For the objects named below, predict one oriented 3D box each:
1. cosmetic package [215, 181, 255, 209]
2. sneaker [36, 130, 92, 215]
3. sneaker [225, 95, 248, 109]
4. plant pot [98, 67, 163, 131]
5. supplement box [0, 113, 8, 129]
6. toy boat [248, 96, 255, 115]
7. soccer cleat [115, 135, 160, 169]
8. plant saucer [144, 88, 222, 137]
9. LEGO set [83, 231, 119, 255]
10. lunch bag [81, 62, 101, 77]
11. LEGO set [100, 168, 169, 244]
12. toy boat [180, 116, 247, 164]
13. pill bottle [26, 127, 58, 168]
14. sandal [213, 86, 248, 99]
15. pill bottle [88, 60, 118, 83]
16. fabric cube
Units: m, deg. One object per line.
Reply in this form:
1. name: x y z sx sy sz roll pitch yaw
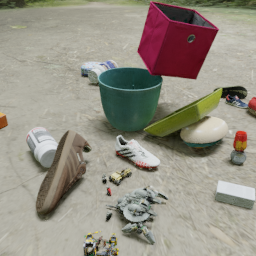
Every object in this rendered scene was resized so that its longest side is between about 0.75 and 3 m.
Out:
1. cosmetic package: 3.085 1.918 8.083 1.026 0.365 0.520 11 32 18
2. sneaker: -1.769 1.326 8.440 1.098 1.024 2.907 33 44 -23
3. sneaker: 5.252 -1.290 13.437 1.140 0.482 0.427 20 36 30
4. plant pot: 0.055 -1.119 11.549 2.562 2.056 2.562 2 31 -1
5. supplement box: -5.900 -0.476 11.979 1.672 0.556 0.575 19 35 27
6. toy boat: 6.406 -1.086 12.147 1.422 1.425 2.179 -14 33 -23
7. soccer cleat: 0.283 0.812 9.566 1.816 0.774 0.623 22 37 33
8. plant saucer: 2.256 -0.493 10.836 2.543 0.609 2.539 -27 1 43
9. LEGO set: -0.664 2.697 6.595 0.915 0.530 0.703 7 31 11
10. lunch bag: -2.173 -3.644 17.353 1.280 0.603 1.597 6 30 7
11. LEGO set: 0.065 1.872 7.755 1.785 0.779 2.748 -23 38 -33
12. toy boat: 3.122 0.417 10.124 2.068 1.143 2.460 -18 27 -35
13. pill bottle: -2.900 0.674 9.699 0.877 0.877 1.540 -17 35 -27
14. sandal: 5.219 -1.869 14.306 1.700 0.675 0.485 5 17 9
15. pill bottle: -1.447 -3.223 16.199 1.018 1.018 1.835 18 35 28
16. fabric cube: 1.839 -3.441 11.129 2.122 2.156 2.163 2 39 -21
